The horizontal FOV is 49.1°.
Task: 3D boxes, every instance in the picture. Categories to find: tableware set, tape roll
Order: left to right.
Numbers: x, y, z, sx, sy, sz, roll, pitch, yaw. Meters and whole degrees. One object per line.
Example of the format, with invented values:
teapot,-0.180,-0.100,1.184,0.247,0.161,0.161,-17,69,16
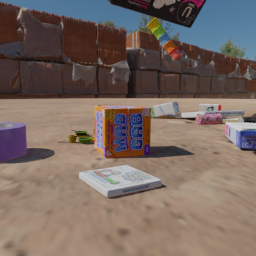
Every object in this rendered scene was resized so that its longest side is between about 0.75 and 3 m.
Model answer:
tape roll,-2.880,0.260,5.811,1.469,0.624,1.469,0,8,0
tableware set,-1.206,0.192,7.795,1.030,0.235,1.530,3,8,16

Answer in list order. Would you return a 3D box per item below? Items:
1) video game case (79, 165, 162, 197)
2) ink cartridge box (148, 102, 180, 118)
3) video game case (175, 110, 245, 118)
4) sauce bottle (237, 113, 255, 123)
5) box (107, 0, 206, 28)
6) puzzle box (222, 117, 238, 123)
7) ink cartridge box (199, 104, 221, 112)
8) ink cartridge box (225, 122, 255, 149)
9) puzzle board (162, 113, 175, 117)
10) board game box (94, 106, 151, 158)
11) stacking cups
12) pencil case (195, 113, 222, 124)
video game case,-0.138,0.744,4.094,0.867,0.113,0.953,-5,8,-31
ink cartridge box,1.759,-0.895,13.716,1.314,0.575,0.955,-13,2,25
video game case,3.703,-0.635,12.971,2.144,0.275,2.358,-3,3,-21
sauce bottle,4.745,-0.238,9.840,1.815,0.599,0.599,-5,9,-14
box,0.436,-2.946,5.402,2.081,1.194,1.375,0,43,-38
puzzle box,4.284,-0.335,12.028,1.195,0.152,0.795,4,9,30
ink cartridge box,5.013,-1.130,16.570,1.546,0.520,0.898,3,8,16
ink cartridge box,3.313,0.185,6.893,1.430,0.503,2.397,1,5,11
puzzle board,2.105,-0.715,15.030,1.116,0.129,1.481,4,9,21
board game box,-0.146,0.032,6.093,0.988,0.987,0.988,-3,8,-19
stacking cups,1.652,-3.891,12.275,0.588,1.943,0.588,-40,2,2
pencil case,3.276,-0.379,11.335,1.060,0.459,0.439,-1,-21,-14
